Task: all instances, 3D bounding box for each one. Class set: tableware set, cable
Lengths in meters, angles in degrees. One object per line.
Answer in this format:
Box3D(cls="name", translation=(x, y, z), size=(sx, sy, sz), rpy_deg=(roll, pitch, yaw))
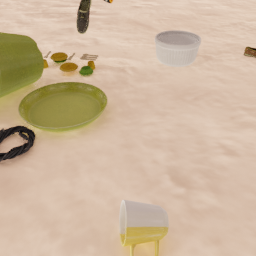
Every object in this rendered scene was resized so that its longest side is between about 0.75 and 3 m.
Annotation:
Box3D(cls="tableware set", translation=(-2.457, -2.618, 11.557), size=(2.369, 0.364, 1.596), rpy_deg=(7, 40, 8))
Box3D(cls="cable", translation=(-3.111, 0.444, 7.471), size=(1.149, 0.358, 1.409), rpy_deg=(1, 34, -7))

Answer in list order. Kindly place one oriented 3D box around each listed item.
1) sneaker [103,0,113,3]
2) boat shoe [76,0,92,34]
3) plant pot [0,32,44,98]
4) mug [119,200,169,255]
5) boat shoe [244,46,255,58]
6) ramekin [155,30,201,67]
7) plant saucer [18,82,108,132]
Box3D(cls="sneaker", translation=(-0.342, -4.395, 8.306), size=(0.611, 1.581, 0.619), rpy_deg=(34, 49, -23))
Box3D(cls="boat shoe", translation=(-1.713, -4.374, 10.690), size=(0.527, 1.474, 0.484), rpy_deg=(12, 4, 1))
Box3D(cls="plant pot", translation=(-4.366, -2.123, 9.266), size=(2.802, 2.802, 2.661), rpy_deg=(21, 30, 26))
Box3D(cls="mug", translation=(0.295, 1.885, 5.299), size=(0.843, 1.027, 0.822), rpy_deg=(3, 3, -10))
Box3D(cls="boat shoe", translation=(5.784, -3.350, 12.436), size=(1.175, 0.399, 0.423), rpy_deg=(12, 38, 16))
Box3D(cls="ramekin", translation=(2.079, -3.388, 11.981), size=(1.927, 1.012, 1.927), rpy_deg=(0, 36, 0))
Box3D(cls="plant saucer", translation=(-1.992, -0.655, 8.818), size=(2.719, 0.422, 2.719), rpy_deg=(-1, 37, 0))
